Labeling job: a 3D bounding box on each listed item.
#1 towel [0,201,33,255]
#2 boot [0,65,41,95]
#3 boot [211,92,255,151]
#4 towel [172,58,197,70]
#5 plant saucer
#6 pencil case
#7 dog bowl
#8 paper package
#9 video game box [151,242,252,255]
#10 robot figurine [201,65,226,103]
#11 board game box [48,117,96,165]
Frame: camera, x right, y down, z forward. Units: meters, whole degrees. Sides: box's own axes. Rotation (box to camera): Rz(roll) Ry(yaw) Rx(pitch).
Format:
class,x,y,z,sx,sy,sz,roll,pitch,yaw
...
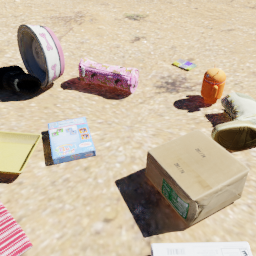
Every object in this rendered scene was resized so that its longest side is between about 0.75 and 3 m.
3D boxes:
class,x,y,z,sx,sy,sz,roll,pitch,yaw
towel,-3.087,2.297,5.970,1.343,0.209,1.857,-31,50,-35
boot,-4.510,-1.650,10.326,2.168,0.816,1.621,-28,47,-31
boot,3.315,-0.299,8.613,2.485,0.895,1.922,-6,40,-17
towel,2.480,-2.796,12.307,0.683,0.108,0.952,-30,48,-33
plant saucer,-3.328,0.729,7.770,1.514,0.367,1.513,4,40,5
pencil case,-0.734,-2.003,10.646,2.385,0.987,1.032,15,47,16
dog bowl,-3.225,-2.742,10.498,0.859,2.330,2.330,-27,46,-32
paper package,1.584,1.084,6.758,1.767,0.959,1.853,-21,41,-21
video game box,1.441,2.957,4.960,1.951,0.457,1.777,-1,37,-1
robot figurine,2.958,-1.508,9.747,0.776,1.331,0.957,32,49,33
board game box,-1.698,0.323,8.321,1.197,0.290,1.583,-11,40,-13
